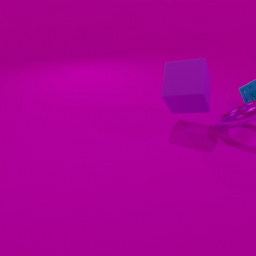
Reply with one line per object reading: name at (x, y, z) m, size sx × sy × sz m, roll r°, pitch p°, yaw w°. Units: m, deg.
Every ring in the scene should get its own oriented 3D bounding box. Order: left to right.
ring at (3.460, -0.425, 8.390) m, size 1.757 × 0.351 × 1.757 m, roll -27°, pitch 1°, yaw 0°

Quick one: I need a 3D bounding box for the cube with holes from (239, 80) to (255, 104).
cube with holes at (4.677, -1.189, 9.559) m, size 1.001 × 1.001 × 1.001 m, roll -18°, pitch -7°, yaw -23°

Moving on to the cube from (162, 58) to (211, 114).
cube at (1.803, -1.224, 8.466) m, size 1.203 × 1.203 × 1.203 m, roll -1°, pitch 69°, yaw 24°
